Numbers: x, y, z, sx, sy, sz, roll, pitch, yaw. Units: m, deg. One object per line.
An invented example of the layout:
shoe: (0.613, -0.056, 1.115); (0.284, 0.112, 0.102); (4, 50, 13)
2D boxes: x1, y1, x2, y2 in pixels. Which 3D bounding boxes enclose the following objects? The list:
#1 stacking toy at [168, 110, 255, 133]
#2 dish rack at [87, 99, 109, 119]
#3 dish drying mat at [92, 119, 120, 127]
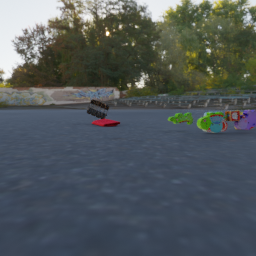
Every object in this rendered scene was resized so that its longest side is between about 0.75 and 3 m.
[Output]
stacking toy: (2.556, -0.135, 7.037); (2.593, 0.609, 1.955); (-3, 3, -11)
dish rack: (-1.104, -0.743, 10.492); (0.805, 0.286, 1.049); (22, -33, -7)
dish drying mat: (-0.813, -0.177, 9.954); (0.612, 0.145, 1.593); (-9, 9, -21)
